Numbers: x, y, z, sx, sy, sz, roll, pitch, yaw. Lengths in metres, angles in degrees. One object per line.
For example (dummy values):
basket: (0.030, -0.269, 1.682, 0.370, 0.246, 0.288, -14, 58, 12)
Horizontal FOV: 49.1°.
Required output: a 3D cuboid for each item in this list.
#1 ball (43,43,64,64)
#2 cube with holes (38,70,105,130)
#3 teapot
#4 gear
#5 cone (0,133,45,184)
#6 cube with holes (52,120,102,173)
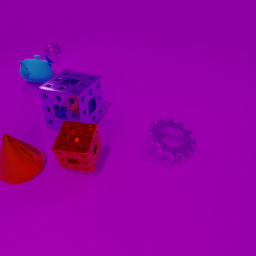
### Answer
ball: (-2.678, -2.682, 10.071, 0.719, 0.719, 0.719, 0, 39, 0)
cube with holes: (-1.605, -0.777, 8.250, 1.292, 1.292, 1.292, 13, 37, 20)
teapot: (-3.351, -2.176, 10.177, 1.166, 0.918, 1.876, 13, 17, 16)
gear: (1.144, 0.310, 7.542, 1.341, 0.248, 1.341, 10, 47, -11)
cone: (-2.747, 0.503, 6.674, 1.218, 1.223, 1.218, 0, 50, 0)
cube with holes: (-1.173, 0.445, 6.671, 0.839, 0.839, 0.839, 7, 53, 9)
